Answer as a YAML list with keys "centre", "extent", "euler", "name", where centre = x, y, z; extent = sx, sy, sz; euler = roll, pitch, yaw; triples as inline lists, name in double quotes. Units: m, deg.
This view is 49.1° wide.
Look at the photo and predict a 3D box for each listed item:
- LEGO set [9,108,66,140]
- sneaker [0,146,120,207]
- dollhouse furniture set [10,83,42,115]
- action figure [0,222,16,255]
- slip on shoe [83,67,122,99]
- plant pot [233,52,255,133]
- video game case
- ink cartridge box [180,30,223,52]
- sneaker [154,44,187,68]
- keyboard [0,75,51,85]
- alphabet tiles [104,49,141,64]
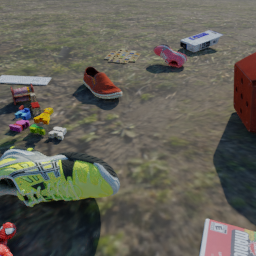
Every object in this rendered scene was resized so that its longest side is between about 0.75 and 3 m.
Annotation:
- centre: [-2.619, -0.255, 8.385]
  extent: [1.780, 0.679, 0.730]
  euler: [11, 34, 14]
  name: "LEGO set"
- centre: [-1.599, 1.189, 5.905]
  extent: [2.982, 1.124, 1.139]
  euler: [1, 38, 21]
  name: "sneaker"
- centre: [-3.521, -0.981, 9.608]
  extent: [0.754, 0.570, 1.401]
  euler: [-15, 35, -22]
  name: "dollhouse furniture set"
- centre: [-2.544, 2.489, 4.155]
  extent: [0.873, 0.689, 2.667]
  euler: [7, 30, 15]
  name: "action figure"
- centre: [-1.029, -1.712, 10.638]
  extent: [0.864, 0.714, 2.332]
  euler: [-18, 38, -29]
  name: "slip on shoe"
- centre: [4.456, -1.090, 8.361]
  extent: [2.139, 2.427, 2.425]
  euler: [-8, 32, 7]
  name: "plant pot"
- centre: [2.345, 2.472, 4.530]
  extent: [2.362, 0.206, 1.689]
  euler: [11, 34, 17]
  name: "video game case"
- centre: [4.104, -4.837, 15.532]
  extent: [2.269, 0.445, 1.129]
  euler: [-25, 42, -23]
  name: "ink cartridge box"
- centre: [1.891, -3.346, 13.113]
  extent: [1.682, 0.620, 0.729]
  euler: [26, 60, 15]
  name: "sneaker"
- centre: [-4.329, -1.982, 11.610]
  extent: [2.204, 0.117, 0.620]
  euler: [3, 33, 6]
  name: "keyboard"
- centre: [-0.253, -3.664, 14.300]
  extent: [1.639, 0.062, 1.970]
  euler: [8, 34, 13]
  name: "alphabet tiles"
